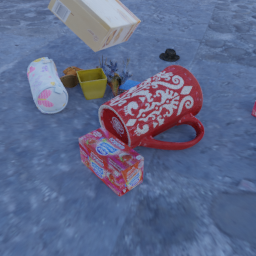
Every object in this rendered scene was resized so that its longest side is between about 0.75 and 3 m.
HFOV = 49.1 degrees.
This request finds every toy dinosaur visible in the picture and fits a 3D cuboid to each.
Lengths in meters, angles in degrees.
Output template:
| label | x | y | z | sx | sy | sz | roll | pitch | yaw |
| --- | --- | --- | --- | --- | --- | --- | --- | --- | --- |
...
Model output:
| label | x | y | z | sx | sy | sz | roll | pitch | yaw |
| --- | --- | --- | --- | --- | --- | --- | --- | --- | --- |
| toy dinosaur | -0.737 | -1.878 | 10.437 | 1.214 | 2.099 | 2.313 | 21 | 76 | -17 |

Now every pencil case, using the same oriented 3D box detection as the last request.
| label | x | y | z | sx | sy | sz | roll | pitch | yaw |
| --- | --- | --- | --- | --- | --- | --- | --- | --- | --- |
| pencil case | -2.864 | -1.565 | 9.945 | 1.166 | 1.068 | 2.570 | -42 | 41 | 10 |

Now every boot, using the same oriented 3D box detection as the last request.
| label | x | y | z | sx | sy | sz | roll | pitch | yaw |
| --- | --- | --- | --- | --- | --- | --- | --- | --- | --- |
| boot | -2.326 | -2.127 | 11.182 | 1.421 | 0.545 | 1.103 | -26 | 45 | -33 |

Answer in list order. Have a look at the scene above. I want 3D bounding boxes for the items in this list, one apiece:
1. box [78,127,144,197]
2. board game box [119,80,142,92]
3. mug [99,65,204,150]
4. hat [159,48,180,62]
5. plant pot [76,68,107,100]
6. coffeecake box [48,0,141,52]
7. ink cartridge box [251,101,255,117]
| label | x | y | z | sx | sy | sz | roll | pitch | yaw |
| --- | --- | --- | --- | --- | --- | --- | --- | --- | --- |
| box | -0.444 | 0.797 | 7.023 | 0.800 | 0.836 | 1.676 | -28 | 45 | -32 |
| board game box | 0.202 | -1.499 | 10.637 | 1.219 | 0.237 | 0.963 | 14 | 33 | 15 |
| mug | 0.802 | -0.440 | 7.982 | 2.669 | 1.781 | 2.370 | -29 | 43 | -28 |
| hat | 1.957 | -3.490 | 13.148 | 1.020 | 0.411 | 1.020 | -1 | 37 | 0 |
| plant pot | -1.295 | -1.566 | 10.202 | 0.944 | 0.833 | 0.944 | -11 | 39 | -13 |
| coffeecake box | -1.010 | -3.876 | 9.615 | 2.090 | 0.995 | 2.722 | 43 | 33 | 1 |
| ink cartridge box | 4.947 | -0.547 | 9.021 | 1.032 | 0.601 | 1.426 | -28 | 45 | -32 |
